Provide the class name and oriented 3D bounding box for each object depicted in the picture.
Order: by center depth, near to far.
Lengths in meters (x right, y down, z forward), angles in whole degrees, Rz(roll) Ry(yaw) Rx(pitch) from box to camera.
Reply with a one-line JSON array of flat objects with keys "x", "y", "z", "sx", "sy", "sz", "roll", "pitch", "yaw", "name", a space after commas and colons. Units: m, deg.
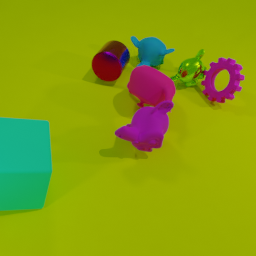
[{"x": -2.317, "y": 0.722, "z": 5.594, "sx": 1.339, "sy": 1.339, "sz": 1.339, "roll": 4, "pitch": 44, "yaw": -23, "name": "cube"}, {"x": 0.313, "y": -0.062, "z": 6.473, "sx": 1.212, "sy": 1.685, "sz": 1.015, "roll": 19, "pitch": 61, "yaw": -27, "name": "monkey head"}, {"x": 0.600, "y": -0.973, "z": 7.346, "sx": 2.069, "sy": 1.287, "sz": 1.013, "roll": 33, "pitch": 94, "yaw": 51, "name": "teapot"}, {"x": 2.592, "y": -1.314, "z": 7.745, "sx": 0.226, "sy": 1.224, "sz": 1.224, "roll": 6, "pitch": 41, "yaw": -36, "name": "gear"}, {"x": 1.808, "y": -1.758, "z": 8.344, "sx": 1.303, "sy": 0.785, "sz": 0.938, "roll": -43, "pitch": 39, "yaw": 13, "name": "monkey head"}, {"x": -0.502, "y": -2.021, "z": 8.429, "sx": 0.939, "sy": 0.939, "sz": 0.939, "roll": 12, "pitch": 40, "yaw": 10, "name": "cylinder"}, {"x": 0.665, "y": -2.323, "z": 8.779, "sx": 1.485, "sy": 0.895, "sz": 1.068, "roll": 23, "pitch": 49, "yaw": 17, "name": "monkey head"}]
